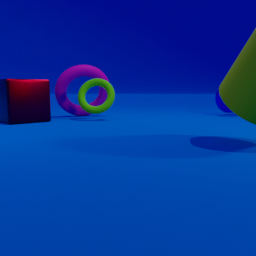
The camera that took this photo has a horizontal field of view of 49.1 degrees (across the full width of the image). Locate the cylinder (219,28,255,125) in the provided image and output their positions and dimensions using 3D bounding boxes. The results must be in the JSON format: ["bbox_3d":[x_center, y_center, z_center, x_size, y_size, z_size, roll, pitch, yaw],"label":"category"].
[{"bbox_3d":[2.293,-0.834,4.488,1.209,1.209,1.209,12,42,-11],"label":"cylinder"}]

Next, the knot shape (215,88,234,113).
[{"bbox_3d":[4.286,-1.036,10.391,1.642,0.811,1.755,37,-32,-19],"label":"knot shape"}]

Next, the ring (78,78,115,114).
[{"bbox_3d":[-0.996,-1.005,8.792,1.184,1.184,0.237,1,-16,6],"label":"ring"}]

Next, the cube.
[{"bbox_3d":[-3.163,-0.813,8.364,1.247,1.247,1.247,-7,10,-41],"label":"cube"}]

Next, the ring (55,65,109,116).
[{"bbox_3d":[-1.583,-1.290,9.893,1.948,1.948,0.390,-2,34,-18],"label":"ring"}]
